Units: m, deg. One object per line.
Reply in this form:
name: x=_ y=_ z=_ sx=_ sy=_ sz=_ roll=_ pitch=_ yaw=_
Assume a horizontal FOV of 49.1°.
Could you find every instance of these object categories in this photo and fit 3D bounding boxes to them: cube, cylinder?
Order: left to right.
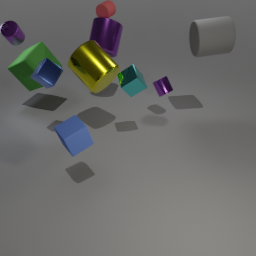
cylinder: x=-4.514 y=-3.719 z=10.998 sx=0.700 sy=0.700 sz=0.700 roll=1 pitch=-11 yaw=2
cube: x=-4.105 y=-2.705 z=12.441 sx=1.400 sy=1.400 sz=1.400 roll=-9 pitch=42 yaw=38
cube: x=-2.768 y=-1.856 z=9.555 sx=0.700 sy=0.700 sz=0.700 roll=2 pitch=61 yaw=56
cube: x=-1.479 y=0.209 z=7.678 sx=0.700 sy=0.700 sz=0.700 roll=-33 pitch=45 yaw=-17
cylinder: x=-1.252 y=-2.250 z=10.382 sx=1.400 sy=1.400 sz=1.400 roll=47 pitch=45 yaw=5
cylinder: x=-1.052 y=-4.132 z=12.876 sx=1.400 sy=1.400 sz=1.400 roll=12 pitch=2 yaw=0
cylinder: x=-1.013 y=-5.420 z=12.878 sx=0.700 sy=0.700 sz=0.700 roll=15 pitch=42 yaw=23
cube: x=0.147 y=-1.663 z=9.905 sx=0.700 sy=0.700 sz=0.700 roll=-30 pitch=52 yaw=20
cylinder: x=1.543 y=-1.829 z=12.345 sx=0.700 sy=0.700 sz=0.700 roll=-26 pitch=5 yaw=2
cylinder: x=3.274 y=-3.575 z=11.020 sx=1.400 sy=1.400 sz=1.400 roll=-8 pitch=32 yaw=-2
